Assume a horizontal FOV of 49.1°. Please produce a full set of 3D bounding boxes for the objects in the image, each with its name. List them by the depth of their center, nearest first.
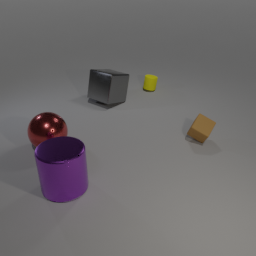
[{"bbox_3d":[-1.897,1.171,8.152,1.400,1.400,1.400,0,29,0],"label":"cylinder"},{"bbox_3d":[-2.883,0.122,10.085,1.400,1.400,1.400,0,29,0],"label":"ball"},{"bbox_3d":[2.740,0.017,10.494,0.700,0.700,0.700,31,69,9],"label":"cube"},{"bbox_3d":[-0.961,-2.052,13.678,1.400,1.400,1.400,21,21,32],"label":"cube"},{"bbox_3d":[1.220,-2.480,15.278,0.700,0.700,0.700,8,26,-4],"label":"cylinder"}]
